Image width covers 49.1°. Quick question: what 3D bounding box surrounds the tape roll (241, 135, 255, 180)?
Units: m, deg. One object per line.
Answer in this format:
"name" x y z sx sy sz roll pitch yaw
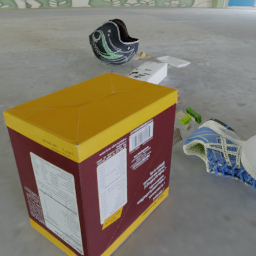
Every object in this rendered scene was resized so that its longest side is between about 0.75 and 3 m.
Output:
"tape roll" 2.960 0.628 5.458 1.418 0.259 1.418 -1 38 1

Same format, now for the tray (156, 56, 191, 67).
"tray" 2.483 -3.644 15.427 0.959 0.198 1.786 -18 33 -32

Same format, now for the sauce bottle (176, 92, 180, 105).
"sauce bottle" 0.855 -0.795 9.629 2.274 0.751 0.751 -24 37 -39

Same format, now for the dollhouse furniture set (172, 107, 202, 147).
"dollhouse furniture set" 1.389 -0.042 7.694 1.274 0.637 0.492 -36 48 -12

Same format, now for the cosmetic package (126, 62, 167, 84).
"cosmetic package" 0.848 -2.320 12.511 1.096 0.672 2.656 13 31 20

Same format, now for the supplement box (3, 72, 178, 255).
"supplement box" -0.487 0.609 5.207 1.667 2.511 2.476 21 35 33

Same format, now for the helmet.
"helmet" -0.681 -4.351 14.584 2.374 2.263 2.374 -31 16 10

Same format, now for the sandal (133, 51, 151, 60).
"sandal" 0.815 -4.263 16.338 1.236 0.407 0.453 -12 31 -21

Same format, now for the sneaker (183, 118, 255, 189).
"sneaker" 2.496 0.848 6.549 1.130 1.111 2.934 -29 34 -15
